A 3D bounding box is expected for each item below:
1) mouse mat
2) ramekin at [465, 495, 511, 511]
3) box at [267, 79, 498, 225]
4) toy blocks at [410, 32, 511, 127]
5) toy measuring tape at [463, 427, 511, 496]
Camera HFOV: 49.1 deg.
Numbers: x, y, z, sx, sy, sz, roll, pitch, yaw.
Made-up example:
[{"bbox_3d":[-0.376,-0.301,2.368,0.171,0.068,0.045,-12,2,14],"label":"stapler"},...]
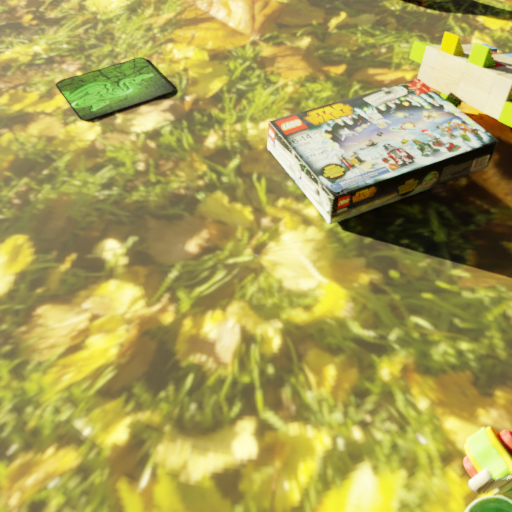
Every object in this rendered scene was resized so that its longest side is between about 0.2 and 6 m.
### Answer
[{"bbox_3d":[-2.932,-3.507,11.616,2.070,0.078,1.666,-26,54,-20],"label":"mouse mat"},{"bbox_3d":[2.473,2.960,5.670,0.905,0.442,0.905,0,49,0],"label":"ramekin"},{"bbox_3d":[2.143,-1.958,9.839,3.290,0.656,2.252,-20,51,-17],"label":"box"},{"bbox_3d":[4.627,-3.461,10.894,1.906,1.393,2.789,-13,40,-28],"label":"toy blocks"},{"bbox_3d":[2.372,2.078,5.743,0.685,1.863,0.685,-13,66,32],"label":"toy measuring tape"}]
